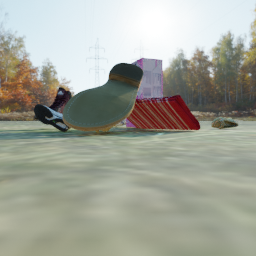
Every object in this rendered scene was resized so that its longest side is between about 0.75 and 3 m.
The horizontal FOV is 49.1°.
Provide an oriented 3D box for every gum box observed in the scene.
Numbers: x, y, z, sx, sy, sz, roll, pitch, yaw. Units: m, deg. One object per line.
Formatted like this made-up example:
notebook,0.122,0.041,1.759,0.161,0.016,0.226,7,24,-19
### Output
gum box,0.456,-1.023,8.221,0.678,2.050,1.164,0,2,-22

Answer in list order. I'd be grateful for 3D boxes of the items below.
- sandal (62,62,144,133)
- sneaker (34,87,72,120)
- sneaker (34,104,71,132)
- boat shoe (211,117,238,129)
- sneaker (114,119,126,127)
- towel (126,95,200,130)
sandal,-0.365,-0.380,5.630,1.040,0.933,2.837,20,36,8
sneaker,-1.961,-0.654,7.544,0.600,0.916,1.586,8,6,13
sneaker,-1.561,-0.222,6.000,0.881,0.332,0.507,32,12,5
boat shoe,2.580,-0.106,7.468,0.802,0.293,0.252,1,23,-28
sneaker,0.048,-0.449,9.459,0.638,0.545,1.448,-4,29,31
towel,0.625,-0.316,6.375,1.785,0.201,1.291,2,-28,39
